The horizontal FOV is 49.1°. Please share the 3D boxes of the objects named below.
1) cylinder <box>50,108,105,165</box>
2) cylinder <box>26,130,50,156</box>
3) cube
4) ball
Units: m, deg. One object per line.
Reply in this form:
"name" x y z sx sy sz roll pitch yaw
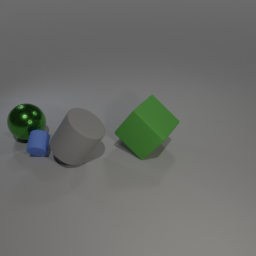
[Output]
"cylinder" -1.692 0.290 9.374 1.400 1.400 1.400 29 30 -18
"cylinder" -3.140 0.533 9.825 0.700 0.700 0.700 0 58 1
"cube" 0.671 -0.028 9.859 1.400 1.400 1.400 45 42 2
"ball" -3.849 -0.235 10.671 1.400 1.400 1.400 0 32 0
